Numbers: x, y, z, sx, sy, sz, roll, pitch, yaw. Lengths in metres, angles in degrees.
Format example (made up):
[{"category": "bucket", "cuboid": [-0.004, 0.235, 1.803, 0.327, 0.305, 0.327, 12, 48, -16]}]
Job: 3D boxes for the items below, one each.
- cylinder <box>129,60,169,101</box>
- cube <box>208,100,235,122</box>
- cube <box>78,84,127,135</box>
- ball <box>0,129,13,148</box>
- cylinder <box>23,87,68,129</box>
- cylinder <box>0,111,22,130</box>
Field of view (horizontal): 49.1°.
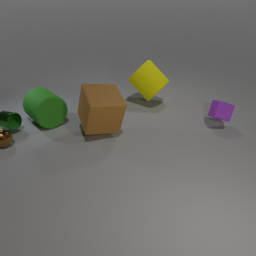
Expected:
[{"category": "cylinder", "cuboid": [0.990, -2.264, 13.396, 1.400, 1.400, 1.400, 46, 36, -3]}, {"category": "cube", "cuboid": [3.815, -0.712, 11.488, 0.700, 0.700, 0.700, 16, 6, -9]}, {"category": "cube", "cuboid": [-1.036, -0.733, 10.700, 1.400, 1.400, 1.400, -3, 43, -23]}, {"category": "ball", "cuboid": [-4.640, 0.373, 10.357, 0.700, 0.700, 0.700, 0, 28, 0]}, {"category": "cylinder", "cuboid": [-3.504, -0.862, 11.845, 1.400, 1.400, 1.400, -22, 36, -34]}, {"category": "cylinder", "cuboid": [-4.789, -0.315, 11.279, 0.700, 0.700, 0.700, 9, 29, 29]}]
